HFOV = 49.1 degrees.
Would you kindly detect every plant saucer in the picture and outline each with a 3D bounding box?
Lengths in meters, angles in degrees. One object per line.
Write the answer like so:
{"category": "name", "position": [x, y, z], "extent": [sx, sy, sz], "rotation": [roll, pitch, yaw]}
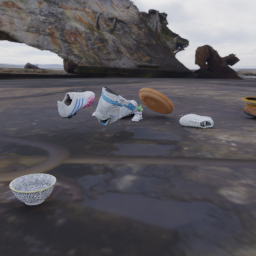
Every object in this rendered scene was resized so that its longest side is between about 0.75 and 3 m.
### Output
{"category": "plant saucer", "position": [1.348, -1.260, 13.799], "extent": [1.915, 0.309, 1.915], "rotation": [28, -16, 9]}

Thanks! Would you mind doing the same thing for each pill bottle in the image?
{"category": "pill bottle", "position": [-0.185, -0.951, 13.956], "extent": [1.356, 0.785, 0.785], "rotation": [-17, 21, -42]}

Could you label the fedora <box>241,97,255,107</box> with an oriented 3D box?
{"category": "fedora", "position": [7.370, -1.398, 16.358], "extent": [1.590, 0.648, 1.590], "rotation": [0, 18, 0]}

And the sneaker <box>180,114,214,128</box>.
{"category": "sneaker", "position": [2.897, -0.255, 11.853], "extent": [1.395, 0.533, 0.561], "rotation": [0, 22, 8]}

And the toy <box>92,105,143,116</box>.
{"category": "toy", "position": [-0.526, -1.081, 15.090], "extent": [2.601, 0.614, 1.498], "rotation": [1, 13, 4]}

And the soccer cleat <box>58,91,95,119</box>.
{"category": "soccer cleat", "position": [-1.916, -1.088, 10.622], "extent": [0.664, 0.820, 1.900], "rotation": [7, 35, 30]}

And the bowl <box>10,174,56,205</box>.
{"category": "bowl", "position": [-1.851, 1.246, 5.517], "extent": [0.863, 0.405, 0.863], "rotation": [1, 14, 0]}

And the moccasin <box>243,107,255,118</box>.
{"category": "moccasin", "position": [6.957, -0.954, 13.657], "extent": [2.588, 0.999, 0.947], "rotation": [2, 13, 7]}

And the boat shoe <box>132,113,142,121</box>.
{"category": "boat shoe", "position": [0.423, -0.524, 13.359], "extent": [0.341, 0.303, 0.926], "rotation": [5, 14, 19]}

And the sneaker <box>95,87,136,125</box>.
{"category": "sneaker", "position": [-0.595, -0.693, 10.592], "extent": [1.091, 1.261, 2.909], "rotation": [32, 6, 14]}
